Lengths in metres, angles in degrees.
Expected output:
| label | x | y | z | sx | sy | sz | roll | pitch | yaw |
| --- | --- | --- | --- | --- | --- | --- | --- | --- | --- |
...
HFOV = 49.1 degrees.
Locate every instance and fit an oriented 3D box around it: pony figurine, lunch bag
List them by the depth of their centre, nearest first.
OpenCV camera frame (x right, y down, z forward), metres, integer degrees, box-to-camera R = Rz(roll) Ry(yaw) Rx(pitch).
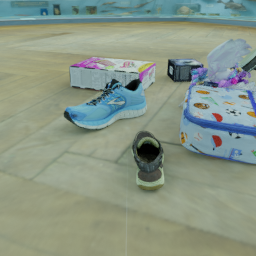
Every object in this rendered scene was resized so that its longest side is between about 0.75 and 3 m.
| label | x | y | z | sx | sy | sz | roll | pitch | yaw |
| --- | --- | --- | --- | --- | --- | --- | --- | --- | --- |
| lunch bag | 2.328 | -0.258 | 6.475 | 2.110 | 0.995 | 2.633 | 8 | 28 | 13 |
| pony figurine | 2.801 | -1.439 | 8.305 | 2.379 | 2.052 | 2.465 | -22 | 14 | 37 |

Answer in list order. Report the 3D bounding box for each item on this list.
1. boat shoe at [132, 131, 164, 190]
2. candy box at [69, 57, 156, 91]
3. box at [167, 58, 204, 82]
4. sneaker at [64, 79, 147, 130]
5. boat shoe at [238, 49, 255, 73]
| label | x | y | z | sx | sy | sz | roll | pitch | yaw |
| --- | --- | --- | --- | --- | --- | --- | --- | --- | --- |
| boat shoe | 0.413 | 0.444 | 5.429 | 0.668 | 0.592 | 1.826 | -2 | 26 | -3 |
| candy box | -0.516 | -1.946 | 10.109 | 2.642 | 0.806 | 1.802 | 10 | 27 | 19 |
| box | 2.217 | -2.287 | 10.963 | 1.120 | 0.696 | 1.129 | -2 | 26 | -7 |
| sneaker | -0.568 | -0.736 | 7.267 | 2.463 | 1.108 | 0.965 | -21 | 33 | -36 |
| boat shoe | 3.063 | -1.580 | 6.106 | 1.893 | 0.570 | 0.675 | -34 | -1 | -35 |
